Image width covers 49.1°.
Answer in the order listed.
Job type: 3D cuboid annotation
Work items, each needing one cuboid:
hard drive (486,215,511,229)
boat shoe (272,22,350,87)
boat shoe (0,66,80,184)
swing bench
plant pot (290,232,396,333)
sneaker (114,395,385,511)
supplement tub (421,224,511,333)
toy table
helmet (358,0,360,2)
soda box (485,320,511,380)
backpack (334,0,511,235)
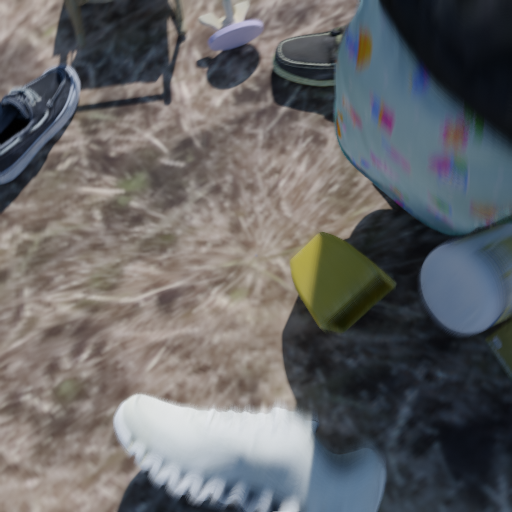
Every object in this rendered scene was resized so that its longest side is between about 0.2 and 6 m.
[{"bbox_3d":[4.163,-0.732,8.057,1.691,0.320,1.182,-10,66,10],"label":"hard drive"},{"bbox_3d":[1.668,-3.393,9.093,2.808,0.923,1.003,2,66,1],"label":"boat shoe"},{"bbox_3d":[-3.568,-2.207,8.653,0.817,0.772,2.277,27,69,11],"label":"boat shoe"},{"bbox_3d":[-2.306,-4.783,9.540,1.923,1.254,1.934,-11,66,-4],"label":"swing bench"},{"bbox_3d":[1.037,0.269,7.332,1.005,0.998,1.028,-43,64,11],"label":"plant pot"},{"bbox_3d":[-0.052,2.181,6.282,3.105,1.167,1.258,24,98,3],"label":"sneaker"},{"bbox_3d":[3.034,0.234,7.152,1.572,1.137,1.137,-17,66,-27],"label":"supplement tub"},{"bbox_3d":[-0.436,-3.895,9.425,0.967,0.889,0.566,-22,84,-23],"label":"toy table"},{"bbox_3d":[2.575,-4.709,9.160,1.976,1.884,1.976,23,42,-22],"label":"helmet"},{"bbox_3d":[4.307,2.080,6.595,1.146,1.083,3.384,-24,68,-10],"label":"soda box"},{"bbox_3d":[2.386,-1.884,6.106,2.625,4.148,3.461,-38,83,1],"label":"backpack"}]
